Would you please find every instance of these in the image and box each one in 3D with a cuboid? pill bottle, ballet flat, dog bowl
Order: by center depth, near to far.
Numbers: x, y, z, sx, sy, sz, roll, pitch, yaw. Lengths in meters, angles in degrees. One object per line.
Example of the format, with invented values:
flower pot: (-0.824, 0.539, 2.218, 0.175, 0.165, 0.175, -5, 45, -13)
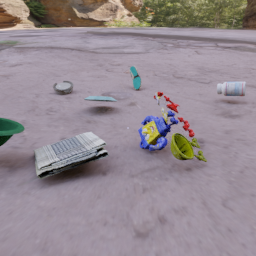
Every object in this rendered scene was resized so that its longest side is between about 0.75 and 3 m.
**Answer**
pill bottle: (3.748, -1.412, 10.150, 0.951, 0.517, 0.517, 4, 23, 27)
dog bowl: (-2.626, -1.636, 11.412, 0.831, 0.244, 0.831, 0, 36, 0)
ballet flat: (0.370, -2.115, 11.974, 0.446, 1.180, 0.377, -17, -19, 18)

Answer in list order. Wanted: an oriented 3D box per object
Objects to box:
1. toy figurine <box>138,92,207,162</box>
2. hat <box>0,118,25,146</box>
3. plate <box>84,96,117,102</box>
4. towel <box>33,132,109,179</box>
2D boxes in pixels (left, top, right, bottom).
toy figurine: (0.829, 0.258, 6.757, 1.072, 1.217, 2.032, 23, 37, -41)
hat: (-3.098, 0.501, 6.115, 1.481, 1.303, 1.227, 12, 13, 2)
plate: (-0.910, -0.975, 9.335, 1.127, 0.144, 1.127, 2, 3, 0)
towel: (-1.318, 0.506, 6.214, 1.533, 0.275, 1.592, -17, 20, -18)
